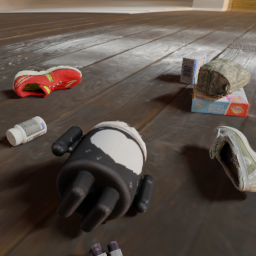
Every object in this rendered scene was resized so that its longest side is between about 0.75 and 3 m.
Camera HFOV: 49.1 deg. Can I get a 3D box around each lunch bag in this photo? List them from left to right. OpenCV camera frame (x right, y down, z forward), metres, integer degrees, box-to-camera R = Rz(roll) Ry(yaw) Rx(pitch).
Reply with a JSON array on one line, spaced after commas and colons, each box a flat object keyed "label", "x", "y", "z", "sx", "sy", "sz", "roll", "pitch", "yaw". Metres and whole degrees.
[{"label": "lunch bag", "x": 3.592, "y": -1.839, "z": 10.501, "sx": 1.673, "sy": 1.166, "sz": 1.403, "roll": -23, "pitch": 35, "yaw": -34}]

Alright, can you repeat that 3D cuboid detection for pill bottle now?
[{"label": "pill bottle", "x": -3.140, "y": 0.103, "z": 8.680, "sx": 0.613, "sy": 0.613, "sz": 1.078, "roll": 21, "pitch": 34, "yaw": 33}]

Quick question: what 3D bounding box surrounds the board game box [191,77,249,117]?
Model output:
[{"label": "board game box", "x": 3.639, "y": -1.344, "z": 11.380, "sx": 2.014, "sy": 0.531, "sz": 2.632, "roll": 7, "pitch": 30, "yaw": 12}]

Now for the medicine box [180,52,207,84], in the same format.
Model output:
[{"label": "medicine box", "x": 3.166, "y": -2.903, "z": 13.501, "sx": 0.693, "sy": 1.226, "sz": 1.346, "roll": 21, "pitch": 35, "yaw": 33}]

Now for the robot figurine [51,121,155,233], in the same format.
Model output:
[{"label": "robot figurine", "x": -0.502, "y": 0.900, "z": 6.129, "sx": 1.652, "sy": 1.989, "sz": 2.647, "roll": -11, "pitch": 24, "yaw": 22}]

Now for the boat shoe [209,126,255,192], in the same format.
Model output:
[{"label": "boat shoe", "x": 2.599, "y": 0.700, "z": 7.089, "sx": 0.792, "sy": 0.911, "sz": 2.471, "roll": -1, "pitch": 31, "yaw": -10}]

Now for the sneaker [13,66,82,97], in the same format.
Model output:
[{"label": "sneaker", "x": -3.388, "y": -1.835, "z": 12.070, "sx": 2.918, "sy": 1.124, "sz": 1.239, "roll": -12, "pitch": 47, "yaw": -12}]

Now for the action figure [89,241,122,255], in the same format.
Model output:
[{"label": "action figure", "x": -0.093, "y": 2.539, "z": 4.400, "sx": 1.020, "sy": 0.544, "sz": 1.568, "roll": -6, "pitch": 32, "yaw": -24}]
